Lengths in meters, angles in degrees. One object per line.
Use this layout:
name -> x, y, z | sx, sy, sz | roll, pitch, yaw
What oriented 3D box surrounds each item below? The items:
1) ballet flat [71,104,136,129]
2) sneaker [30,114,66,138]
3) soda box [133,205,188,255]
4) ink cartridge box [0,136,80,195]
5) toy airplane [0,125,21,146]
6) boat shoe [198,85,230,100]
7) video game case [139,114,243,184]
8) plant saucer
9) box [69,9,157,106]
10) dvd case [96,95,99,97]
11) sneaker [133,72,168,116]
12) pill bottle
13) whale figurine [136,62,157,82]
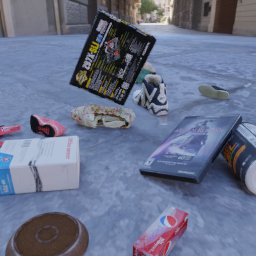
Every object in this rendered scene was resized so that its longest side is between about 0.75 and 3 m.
ballet flat -> -1.089, -0.416, 11.649 | 2.788, 1.054, 0.891 | -1, 41, 5
sneaker -> -3.277, -0.063, 11.392 | 1.838, 0.678, 0.797 | 24, 21, 33
soda box -> 0.728, 2.326, 6.013 | 0.534, 0.484, 1.526 | 16, 28, 32
ink cartridge box -> -2.595, 1.039, 8.282 | 2.271, 0.975, 1.663 | -2, 25, -7
toy airplane -> -4.999, 0.303, 10.734 | 1.825, 0.336, 1.825 | 0, 24, 0
boat shoe -> 4.822, -2.049, 15.634 | 1.743, 0.652, 0.578 | 16, 28, 29
video game case -> 1.939, 0.505, 8.600 | 2.098, 0.279, 2.937 | 0, 36, 48
plant saucer -> -1.749, 2.399, 6.094 | 1.775, 0.306, 1.775 | -1, 24, 0
box -> -0.602, -2.518, 10.426 | 2.300, 2.880, 0.711 | 21, 23, -16
dvd case -> -0.919, -2.002, 16.104 | 1.188, 0.179, 1.627 | 13, 28, 28
sneaker -> 1.084, -1.933, 13.861 | 1.148, 1.872, 2.877 | -6, 25, -15
pill bottle -> 3.655, 0.703, 8.515 | 1.429, 1.429, 2.690 | -2, 24, -4
whale figurine -> 0.850, -3.718, 18.920 | 2.176, 1.419, 2.736 | 19, 5, 15
